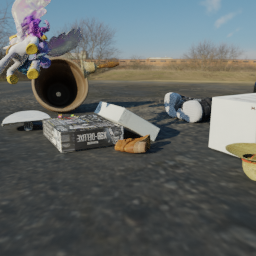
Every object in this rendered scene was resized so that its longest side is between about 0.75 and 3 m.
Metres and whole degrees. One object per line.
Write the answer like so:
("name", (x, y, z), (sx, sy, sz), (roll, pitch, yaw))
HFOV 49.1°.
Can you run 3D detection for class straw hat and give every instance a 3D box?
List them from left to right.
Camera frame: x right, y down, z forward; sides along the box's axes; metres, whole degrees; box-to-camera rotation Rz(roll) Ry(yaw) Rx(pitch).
("straw hat", (2.731, 0.772, 5.824), (1.425, 0.603, 1.425), (0, 13, 0))

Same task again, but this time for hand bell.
("hand bell", (-1.264, -2.875, 13.089), (1.723, 0.897, 0.897), (-9, 13, -1))

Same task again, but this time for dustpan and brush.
("dustpan and brush", (-3.924, -0.306, 11.000), (1.714, 0.703, 2.456), (-7, 20, -17))

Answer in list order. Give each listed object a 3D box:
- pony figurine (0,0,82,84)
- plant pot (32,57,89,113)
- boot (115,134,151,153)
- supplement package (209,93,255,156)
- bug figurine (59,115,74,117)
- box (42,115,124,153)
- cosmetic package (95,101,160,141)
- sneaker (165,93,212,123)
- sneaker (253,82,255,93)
("pony figurine", (-2.723, -2.421, 7.913), (2.455, 2.118, 2.543), (-28, 40, 13))
("plant pot", (-3.649, -2.047, 14.849), (2.784, 2.784, 2.428), (-4, -4, -19))
("boot", (0.169, 0.415, 7.949), (0.876, 0.417, 1.133), (0, 9, 17))
("supplement package", (3.777, -0.165, 7.907), (2.682, 1.525, 1.469), (-7, 16, -32))
("bug figurine", (-2.592, -0.404, 11.873), (1.227, 0.316, 0.951), (-4, 13, -15))
("box", (-1.516, 0.084, 8.941), (1.918, 0.605, 2.432), (-7, 14, -28))
("cosmetic package", (-0.077, -0.258, 9.288), (1.476, 0.506, 1.958), (31, -4, -30))
("sneaker", (2.910, -0.961, 12.780), (1.651, 1.095, 2.902), (-4, 19, -22))
("sneaker", (7.578, -1.999, 16.268), (1.005, 1.539, 2.751), (6, 14, 27))
